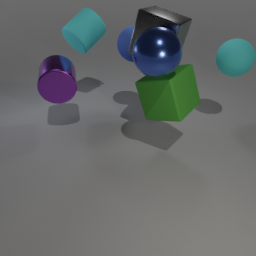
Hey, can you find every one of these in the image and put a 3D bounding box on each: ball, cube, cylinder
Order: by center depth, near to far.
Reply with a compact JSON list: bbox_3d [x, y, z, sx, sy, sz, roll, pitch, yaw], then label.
[{"bbox_3d":[0.825,-2.122,7.914,1.400,1.400,1.400,0,33,0],"label":"ball"},{"bbox_3d":[1.046,-3.003,9.118,1.400,1.400,1.400,26,35,14],"label":"cube"},{"bbox_3d":[1.335,-1.156,9.210,1.400,1.400,1.400,4,32,43],"label":"cube"},{"bbox_3d":[4.050,-2.650,10.594,1.400,1.400,1.400,0,33,0],"label":"ball"},{"bbox_3d":[-2.677,-1.859,10.641,1.400,1.400,1.400,-6,37,-9],"label":"cylinder"},{"bbox_3d":[0.268,-3.315,11.070,1.400,1.400,1.400,0,33,0],"label":"ball"},{"bbox_3d":[-1.920,-4.246,12.294,1.400,1.400,1.400,29,73,38],"label":"cylinder"}]
